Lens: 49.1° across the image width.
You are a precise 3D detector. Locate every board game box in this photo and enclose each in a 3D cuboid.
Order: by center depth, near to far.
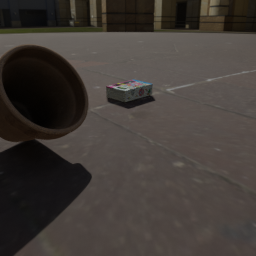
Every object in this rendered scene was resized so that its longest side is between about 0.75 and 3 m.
[{"bbox_3d":[0.056,-1.352,10.047,1.374,0.442,1.014,-20,30,-41],"label":"board game box"}]

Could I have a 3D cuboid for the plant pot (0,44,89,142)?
[{"bbox_3d":[-2.134,-0.474,6.035,1.742,1.998,1.998,-30,1,38],"label":"plant pot"}]
